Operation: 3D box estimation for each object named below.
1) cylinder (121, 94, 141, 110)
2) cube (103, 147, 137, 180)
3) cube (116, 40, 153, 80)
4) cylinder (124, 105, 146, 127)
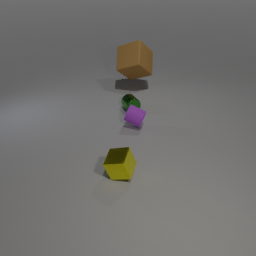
[{"bbox_3d":[0.137,-1.139,12.939,0.700,0.700,0.700,-12,32,-21],"label":"cylinder"},{"bbox_3d":[-0.237,1.083,8.542,0.700,0.700,0.700,-7,37,25],"label":"cube"},{"bbox_3d":[0.366,-3.530,14.713,1.400,1.400,1.400,-6,-17,33],"label":"cube"},{"bbox_3d":[0.289,-0.490,11.329,0.700,0.700,0.700,25,32,4],"label":"cylinder"}]
